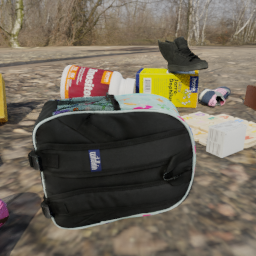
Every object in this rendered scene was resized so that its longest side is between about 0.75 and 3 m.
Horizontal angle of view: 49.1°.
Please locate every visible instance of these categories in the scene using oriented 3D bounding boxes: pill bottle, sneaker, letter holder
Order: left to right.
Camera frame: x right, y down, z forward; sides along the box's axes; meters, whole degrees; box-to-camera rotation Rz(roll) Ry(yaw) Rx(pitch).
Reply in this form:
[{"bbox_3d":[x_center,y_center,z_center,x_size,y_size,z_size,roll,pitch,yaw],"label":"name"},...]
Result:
[{"bbox_3d":[-1.048,-1.433,10.242,2.534,1.431,1.431,8,20,3],"label":"pill bottle"},{"bbox_3d":[1.876,-2.629,9.878,0.718,1.247,2.391,-12,14,-22],"label":"sneaker"},{"bbox_3d":[3.658,-1.189,11.213,1.938,0.680,0.795,-15,46,-37],"label":"sneaker"},{"bbox_3d":[4.973,-1.147,10.507,0.608,0.860,1.210,-2,20,-6],"label":"letter holder"}]

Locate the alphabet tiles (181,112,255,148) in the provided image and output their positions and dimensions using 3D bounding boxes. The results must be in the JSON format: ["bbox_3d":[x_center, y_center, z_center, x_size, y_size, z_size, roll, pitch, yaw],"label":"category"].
[{"bbox_3d":[2.708,-0.024,8.394,2.552,0.190,2.609,-13,23,-33],"label":"alphabet tiles"}]

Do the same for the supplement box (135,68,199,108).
[{"bbox_3d":[1.571,-1.632,11.181,2.392,1.310,1.302,3,21,12],"label":"supplement box"}]

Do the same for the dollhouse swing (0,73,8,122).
[{"bbox_3d":[-5.462,-0.517,9.346,2.683,2.358,2.438,-7,62,-19],"label":"dollhouse swing"}]

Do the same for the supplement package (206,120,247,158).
[{"bbox_3d":[2.426,0.254,6.896,0.873,0.680,0.484,-13,24,-32],"label":"supplement package"}]

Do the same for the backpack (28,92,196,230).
[{"bbox_3d":[-0.147,0.419,4.478,2.277,2.021,1.714,-5,23,0],"label":"backpack"}]

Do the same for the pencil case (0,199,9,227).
[{"bbox_3d":[-2.187,1.487,3.188,0.982,0.952,2.097,-33,16,16],"label":"pencil case"}]
